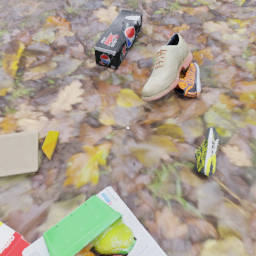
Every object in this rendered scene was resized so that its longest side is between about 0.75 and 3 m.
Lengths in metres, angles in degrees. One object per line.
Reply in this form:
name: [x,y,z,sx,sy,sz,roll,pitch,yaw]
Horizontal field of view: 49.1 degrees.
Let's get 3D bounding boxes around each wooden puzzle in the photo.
wooden puzzle: [-3.041,0.699,7.473,2.311,0.270,1.559,-2,49,-2]

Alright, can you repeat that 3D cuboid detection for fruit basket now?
fruit basket: [-0.493,2.727,5.606,2.229,1.128,2.406,-35,77,-24]

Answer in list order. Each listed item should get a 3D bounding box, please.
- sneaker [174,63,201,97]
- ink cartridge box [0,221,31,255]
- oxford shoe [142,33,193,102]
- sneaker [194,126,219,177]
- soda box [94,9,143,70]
sneaker: [1.866,-1.591,8.997,0.781,0.541,1.394,3,53,1]
ink cartridge box: [-2.916,2.548,5.794,2.002,0.673,1.163,25,57,17]
oxford shoe: [1.075,-1.918,8.733,1.020,1.064,2.881,-4,39,38]
sneaker: [1.946,0.573,7.093,0.535,0.471,1.264,4,82,39]
soda box: [-0.285,-3.248,10.080,0.886,0.793,2.503,18,56,13]
